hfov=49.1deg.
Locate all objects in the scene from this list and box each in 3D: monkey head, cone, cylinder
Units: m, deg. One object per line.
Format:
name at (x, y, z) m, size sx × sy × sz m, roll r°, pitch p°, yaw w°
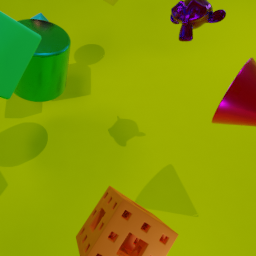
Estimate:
monkey head at (1.352, -2.272, 5.926) m, size 1.262 × 0.908 × 0.760 m, roll 11°, pitch 15°, yaw 32°
cone at (2.513, -0.333, 5.082) m, size 1.404 × 1.398 × 1.398 m, roll 33°, pitch 64°, yaw 19°
cylinder at (-1.982, -1.472, 6.179) m, size 1.307 × 1.307 × 1.307 m, roll 10°, pitch 48°, yaw -11°

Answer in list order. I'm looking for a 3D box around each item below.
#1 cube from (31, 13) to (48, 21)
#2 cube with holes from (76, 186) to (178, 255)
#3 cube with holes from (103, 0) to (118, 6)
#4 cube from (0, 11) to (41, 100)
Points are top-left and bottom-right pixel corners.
cube at (-2.288, -2.292, 7.191) m, size 0.753 × 0.753 × 0.753 m, roll -20°, pitch 57°, yaw 19°
cube with holes at (-0.061, 1.490, 3.867) m, size 0.897 × 0.897 × 0.897 m, roll 36°, pitch 81°, yaw -12°
cube with holes at (-0.497, -4.042, 6.857) m, size 1.147 × 1.147 × 1.147 m, roll 17°, pitch 60°, yaw -34°
cube at (-2.386, -1.355, 4.435) m, size 1.196 × 1.196 × 1.196 m, roll 34°, pitch 97°, yaw 33°
